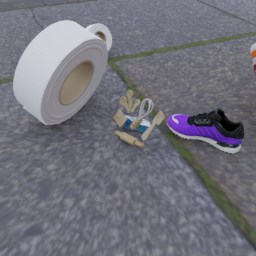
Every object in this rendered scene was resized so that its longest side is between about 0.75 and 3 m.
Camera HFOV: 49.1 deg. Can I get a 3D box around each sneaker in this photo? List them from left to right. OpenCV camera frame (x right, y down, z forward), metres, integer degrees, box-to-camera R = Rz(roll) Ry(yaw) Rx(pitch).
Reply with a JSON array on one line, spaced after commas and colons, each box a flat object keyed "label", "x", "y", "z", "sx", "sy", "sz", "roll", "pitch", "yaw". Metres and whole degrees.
[{"label": "sneaker", "x": 0.232, "y": -0.165, "z": 8.893, "sx": 0.984, "sy": 0.376, "sz": 0.397, "roll": 20, "pitch": 36, "yaw": 3}, {"label": "sneaker", "x": 2.302, "y": -0.164, "z": 8.234, "sx": 2.269, "sy": 1.128, "sz": 0.789, "roll": 19, "pitch": 45, "yaw": 17}]

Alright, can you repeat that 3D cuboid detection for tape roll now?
[{"label": "tape roll", "x": -1.914, "y": -1.584, "z": 8.433, "sx": 1.055, "sy": 3.017, "sz": 3.017, "roll": 35, "pitch": 49, "yaw": 11}, {"label": "tape roll", "x": -1.334, "y": -3.853, "z": 12.187, "sx": 1.289, "sy": 1.289, "sz": 0.451, "roll": -30, "pitch": 26, "yaw": -31}]

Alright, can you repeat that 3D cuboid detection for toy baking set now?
[{"label": "toy baking set", "x": 0.184, "y": -0.217, "z": 7.963, "sx": 0.231, "sy": 1.525, "sz": 1.987, "roll": -9, "pitch": 27, "yaw": -38}]

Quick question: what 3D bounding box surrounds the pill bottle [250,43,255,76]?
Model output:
[{"label": "pill bottle", "x": 4.632, "y": -1.156, "z": 8.016, "sx": 1.646, "sy": 2.884, "sz": 1.646, "roll": -10, "pitch": -2, "yaw": 0}]
